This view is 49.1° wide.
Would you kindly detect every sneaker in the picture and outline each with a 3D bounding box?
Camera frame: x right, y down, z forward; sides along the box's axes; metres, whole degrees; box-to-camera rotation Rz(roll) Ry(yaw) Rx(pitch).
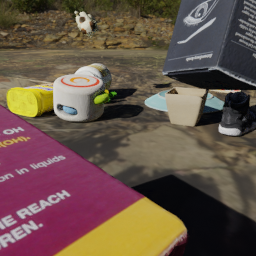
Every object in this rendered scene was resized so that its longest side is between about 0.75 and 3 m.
[{"bbox_3d":[3.086,-0.475,7.552,0.695,1.048,1.842,16,24,39],"label":"sneaker"}]

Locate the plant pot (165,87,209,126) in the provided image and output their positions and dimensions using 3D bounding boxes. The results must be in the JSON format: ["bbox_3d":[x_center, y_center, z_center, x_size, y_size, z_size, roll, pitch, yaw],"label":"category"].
[{"bbox_3d":[1.702,-0.611,8.157,1.048,0.928,1.049,8,21,23],"label":"plant pot"}]

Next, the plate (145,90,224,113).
[{"bbox_3d":[2.107,-1.081,10.411,2.971,0.380,2.971,0,18,0],"label":"plate"}]

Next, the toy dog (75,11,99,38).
[{"bbox_3d":[-1.550,-3.983,10.767,0.754,1.048,1.080,-30,48,4],"label":"toy dog"}]

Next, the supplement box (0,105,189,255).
[{"bbox_3d":[-1.289,0.881,1.832,2.803,1.835,1.447,27,32,35],"label":"supplement box"}]

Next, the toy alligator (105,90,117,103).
[{"bbox_3d":[-1.223,-1.101,10.432,1.635,0.485,0.444,-3,60,-10],"label":"toy alligator"}]

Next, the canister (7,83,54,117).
[{"bbox_3d":[-2.877,-1.046,9.622,1.439,0.839,1.938,11,20,29],"label":"canister"}]

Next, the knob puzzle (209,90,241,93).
[{"bbox_3d":[4.575,-1.825,12.887,1.401,0.194,1.401,0,18,0],"label":"knob puzzle"}]

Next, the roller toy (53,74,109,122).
[{"bbox_3d":[-1.492,-0.899,8.599,1.538,1.178,1.686,-6,30,-21],"label":"roller toy"}]

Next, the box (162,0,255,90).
[{"bbox_3d":[2.245,-2.424,6.259,1.553,2.977,2.203,14,4,-22],"label":"box"}]

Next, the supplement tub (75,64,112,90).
[{"bbox_3d":[-1.460,-1.891,11.356,1.285,1.285,1.780,4,19,12],"label":"supplement tub"}]
